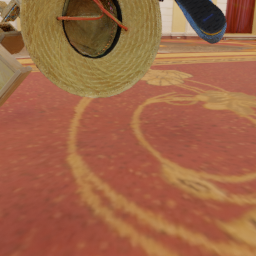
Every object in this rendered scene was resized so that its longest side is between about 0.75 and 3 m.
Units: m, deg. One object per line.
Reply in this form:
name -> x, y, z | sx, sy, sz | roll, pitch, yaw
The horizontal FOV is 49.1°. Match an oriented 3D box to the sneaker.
sneaker -> 1.964, -3.859, 8.614 | 0.981, 2.977, 1.167 | -30, -10, 9

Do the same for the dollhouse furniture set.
dollhouse furniture set -> -2.104, -1.295, 4.862 | 1.706, 1.293, 1.947 | -41, 10, 20

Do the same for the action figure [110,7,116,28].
action figure -> -0.600, -2.871, 7.608 | 1.488, 1.108, 0.996 | -23, 30, 23

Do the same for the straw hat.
straw hat -> -0.685, -1.906, 5.066 | 2.599, 2.599, 1.100 | -9, 18, -22

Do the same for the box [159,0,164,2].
box -> 0.815, -4.636, 9.602 | 0.822, 0.587, 0.148 | 17, 70, 24
